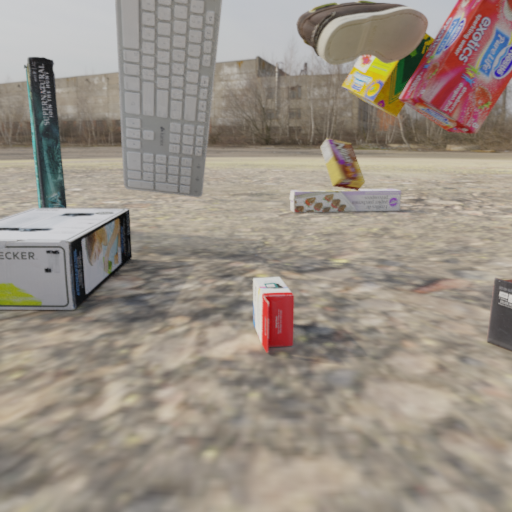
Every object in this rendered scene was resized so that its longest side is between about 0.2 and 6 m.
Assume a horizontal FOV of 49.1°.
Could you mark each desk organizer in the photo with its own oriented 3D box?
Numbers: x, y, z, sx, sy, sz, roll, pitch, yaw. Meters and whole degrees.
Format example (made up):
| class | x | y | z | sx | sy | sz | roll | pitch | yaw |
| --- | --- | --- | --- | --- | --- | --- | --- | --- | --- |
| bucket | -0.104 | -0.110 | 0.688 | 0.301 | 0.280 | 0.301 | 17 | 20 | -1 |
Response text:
| class | x | y | z | sx | sy | sz | roll | pitch | yaw |
| --- | --- | --- | --- | --- | --- | --- | --- | --- | --- |
| desk organizer | 3.076 | 0.693 | 4.907 | 0.723 | 0.674 | 1.879 | -4 | 13 | -29 |

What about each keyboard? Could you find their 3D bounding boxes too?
| class | x | y | z | sx | sy | sz | roll | pitch | yaw |
| --- | --- | --- | --- | --- | --- | --- | --- | --- | --- |
| keyboard | -1.296 | -2.698 | 8.120 | 1.384 | 4.916 | 0.262 | 1 | 50 | -10 |

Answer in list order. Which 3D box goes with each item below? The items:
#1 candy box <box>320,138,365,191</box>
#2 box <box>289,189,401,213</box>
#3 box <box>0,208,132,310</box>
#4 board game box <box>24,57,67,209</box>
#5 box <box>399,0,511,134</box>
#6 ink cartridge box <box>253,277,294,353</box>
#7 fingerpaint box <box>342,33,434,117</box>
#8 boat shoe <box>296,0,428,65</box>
| class | x | y | z | sx | sy | sz | roll | pitch | yaw |
| --- | --- | --- | --- | --- | --- | --- | --- | --- | --- |
| candy box | 1.589 | -1.690 | 10.332 | 0.569 | 0.975 | 0.275 | 5 | -34 | -26 |
| box | 2.372 | -1.481 | 14.977 | 2.921 | 0.565 | 0.605 | -1 | 12 | -6 |
| box | -2.901 | -0.066 | 7.857 | 1.668 | 0.860 | 2.861 | 0 | 12 | 0 |
| board game box | -4.162 | -2.054 | 11.089 | 0.473 | 3.356 | 2.270 | -6 | 13 | -22 |
| box | 3.592 | -3.319 | 9.228 | 1.165 | 2.337 | 1.116 | 29 | 10 | -13 |
| ink cartridge box | 0.177 | 0.580 | 5.677 | 0.311 | 0.537 | 0.924 | -2 | 13 | -8 |
| fingerpaint box | 2.644 | -3.735 | 11.155 | 0.669 | 1.521 | 1.823 | 26 | 17 | -22 |
| boat shoe | 1.820 | -3.747 | 9.271 | 2.690 | 0.966 | 0.800 | -21 | 54 | -36 |
